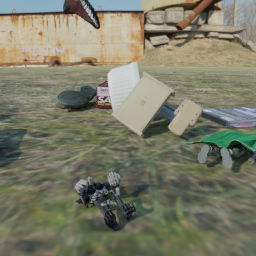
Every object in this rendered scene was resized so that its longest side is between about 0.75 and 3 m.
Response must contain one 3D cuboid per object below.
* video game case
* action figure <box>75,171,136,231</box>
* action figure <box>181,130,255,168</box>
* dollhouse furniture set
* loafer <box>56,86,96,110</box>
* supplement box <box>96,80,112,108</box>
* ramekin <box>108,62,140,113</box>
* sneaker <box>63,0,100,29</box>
[{"bbox_3d":[3.599,-0.370,8.441,2.474,0.235,1.768,-2,15,-13],"label":"video game case"},{"bbox_3d":[-0.322,0.805,3.473,0.593,0.509,0.998,-20,25,-27],"label":"action figure"},{"bbox_3d":[1.990,0.328,5.169,1.193,0.553,2.020,11,11,39],"label":"action figure"},{"bbox_3d":[0.794,-0.186,7.305,1.877,1.297,1.988,36,-3,19],"label":"dollhouse furniture set"},{"bbox_3d":[-1.860,-0.954,10.154,0.810,0.709,2.254,35,28,9],"label":"loafer"},{"bbox_3d":[-0.310,-1.387,11.078,1.477,0.826,2.714,2,14,5],"label":"supplement box"},{"bbox_3d":[-0.038,-1.018,8.194,0.887,1.689,1.689,-9,15,2],"label":"ramekin"},{"bbox_3d":[-1.747,-4.152,10.079,0.952,1.649,0.624,-21,41,18],"label":"sneaker"}]
